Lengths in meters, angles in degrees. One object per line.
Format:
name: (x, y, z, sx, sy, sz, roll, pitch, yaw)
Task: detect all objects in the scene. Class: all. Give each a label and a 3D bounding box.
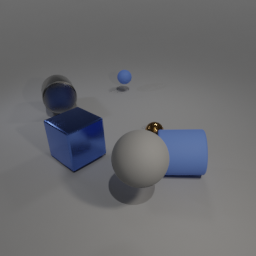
cylinder: (-2.993, -1.484, 12.101, 1.400, 1.400, 1.400, -10, 24, -15)
cylinder: (1.637, 0.746, 8.657, 1.400, 1.400, 1.400, -1, 32, 6)
cube: (-1.739, 0.313, 9.343, 1.400, 1.400, 1.400, -28, 37, -36)
ball: (0.295, 0.738, 6.776, 1.400, 1.400, 1.400, 0, 32, 0)
ball: (0.983, 0.116, 10.409, 0.700, 0.700, 0.700, 0, 32, 0)
ball: (-0.173, -2.497, 13.725, 0.700, 0.700, 0.700, 0, 32, 0)
